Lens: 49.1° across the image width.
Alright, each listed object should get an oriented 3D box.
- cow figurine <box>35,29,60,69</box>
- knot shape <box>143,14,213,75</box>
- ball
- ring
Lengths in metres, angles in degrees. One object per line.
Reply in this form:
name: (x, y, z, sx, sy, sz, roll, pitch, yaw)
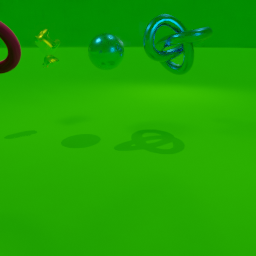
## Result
cow figurine: (-2.495, -2.374, 8.572, 0.546, 0.995, 0.979, 1, 58, 47)
knot shape: (1.256, -2.415, 7.975, 1.823, 0.900, 1.948, 16, -35, -27)
ball: (-0.627, -2.195, 8.089, 1.043, 1.043, 1.043, 0, 18, 0)
ring: (-2.429, -1.416, 4.846, 1.121, 1.121, 0.224, 0, 47, 0)
